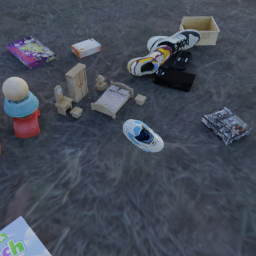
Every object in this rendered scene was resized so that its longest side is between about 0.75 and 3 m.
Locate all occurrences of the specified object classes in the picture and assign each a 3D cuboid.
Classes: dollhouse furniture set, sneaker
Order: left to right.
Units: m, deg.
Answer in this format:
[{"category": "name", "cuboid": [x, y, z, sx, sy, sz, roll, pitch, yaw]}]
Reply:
[{"category": "dollhouse furniture set", "cuboid": [-0.951, -1.193, 9.933, 2.566, 1.253, 2.188, 21, 50, 20]}, {"category": "sneaker", "cuboid": [0.336, 0.205, 4.935, 0.413, 1.138, 0.409, 34, 91, 41]}, {"category": "sneaker", "cuboid": [1.108, -2.730, 11.664, 2.198, 0.824, 0.990, -30, 38, -16]}, {"category": "sneaker", "cuboid": [2.148, -3.709, 12.600, 2.467, 0.933, 1.082, -14, 36, 0]}]

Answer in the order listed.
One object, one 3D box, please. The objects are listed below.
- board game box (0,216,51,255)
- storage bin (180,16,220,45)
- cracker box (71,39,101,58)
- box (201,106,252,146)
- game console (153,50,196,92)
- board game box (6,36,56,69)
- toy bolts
[{"category": "board game box", "cuboid": [-2.385, 3.544, 5.802, 2.131, 0.515, 2.817, -36, 55, -29]}, {"category": "storage bin", "cuboid": [3.481, -4.817, 13.836, 1.580, 0.746, 1.591, 0, 46, -1]}, {"category": "cracker box", "cuboid": [-1.943, -3.714, 13.040, 1.160, 0.335, 0.777, -27, 51, -23]}, {"category": "box", "cuboid": [3.318, -0.115, 9.516, 1.040, 0.328, 1.318, -22, 50, -20]}, {"category": "game console", "cuboid": [2.186, -2.533, 11.915, 1.568, 0.320, 2.658, 17, 49, 15]}, {"category": "board game box", "cuboid": [-4.484, -3.529, 12.895, 1.341, 0.361, 2.234, -36, 55, -25]}, {"category": "toy bolts", "cuboid": [-4.201, -0.409, 8.654, 2.831, 1.963, 2.704, -13, 47, -12]}]
